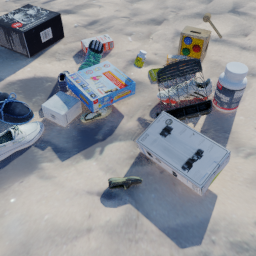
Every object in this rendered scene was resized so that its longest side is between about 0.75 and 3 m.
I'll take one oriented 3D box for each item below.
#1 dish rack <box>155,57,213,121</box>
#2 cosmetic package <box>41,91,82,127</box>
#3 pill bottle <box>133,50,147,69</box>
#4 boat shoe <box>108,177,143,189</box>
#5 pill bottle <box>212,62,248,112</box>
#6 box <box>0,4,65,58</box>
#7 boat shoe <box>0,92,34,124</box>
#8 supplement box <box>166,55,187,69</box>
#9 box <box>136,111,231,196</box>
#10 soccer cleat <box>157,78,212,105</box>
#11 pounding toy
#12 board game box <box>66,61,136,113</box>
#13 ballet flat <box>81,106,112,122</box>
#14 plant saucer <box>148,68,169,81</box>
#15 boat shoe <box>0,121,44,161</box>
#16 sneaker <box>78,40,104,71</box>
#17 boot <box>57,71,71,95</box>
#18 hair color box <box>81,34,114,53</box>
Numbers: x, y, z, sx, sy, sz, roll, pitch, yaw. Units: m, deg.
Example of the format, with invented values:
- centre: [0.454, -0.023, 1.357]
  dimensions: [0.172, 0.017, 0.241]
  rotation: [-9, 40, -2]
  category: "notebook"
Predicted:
- centre: [2.155, -1.629, 11.449]
  dimensions: [2.213, 0.787, 2.885]
  rotation: [-13, 66, 19]
  category: "dish rack"
- centre: [-2.736, -0.822, 11.692]
  dimensions: [1.147, 0.707, 1.151]
  rotation: [23, 48, 21]
  category: "cosmetic package"
- centre: [0.548, -3.018, 12.327]
  dimensions: [0.422, 0.751, 0.422]
  rotation: [16, 32, -11]
  category: "pill bottle"
- centre: [-0.087, 1.853, 9.270]
  dimensions: [1.159, 0.414, 0.381]
  rotation: [-1, 55, -1]
  category: "boat shoe"
- centre: [4.296, -1.722, 11.726]
  dimensions: [1.143, 1.911, 1.143]
  rotation: [0, 45, 0]
  category: "pill bottle"
- centre: [-5.610, -5.586, 15.857]
  dimensions: [2.634, 1.506, 2.892]
  rotation: [23, 49, 23]
  category: "box"
- centre: [-5.277, -0.954, 11.607]
  dimensions: [2.900, 0.996, 1.220]
  rotation: [15, 47, 15]
  category: "boat shoe"
- centre: [2.456, -3.356, 14.271]
  dimensions: [0.985, 0.621, 0.362]
  rotation: [5, 45, 6]
  category: "supplement box"
- centre: [1.847, 0.812, 9.649]
  dimensions: [2.803, 0.843, 1.635]
  rotation: [34, 73, 30]
  category: "box"
- centre: [2.497, -1.674, 12.272]
  dimensions: [2.498, 1.064, 0.857]
  rotation: [-5, 44, -6]
  category: "soccer cleat"
- centre: [3.726, -4.615, 14.356]
  dimensions: [1.988, 2.263, 1.035]
  rotation: [20, 49, 18]
  category: "pounding toy"
- centre: [-1.182, -1.867, 12.113]
  dimensions: [2.173, 0.620, 2.219]
  rotation: [-26, 51, -26]
  category: "board game box"
- centre: [-1.275, -0.600, 11.603]
  dimensions: [1.421, 0.494, 0.494]
  rotation: [-26, 50, -17]
  category: "ballet flat"
- centre: [1.552, -2.713, 13.914]
  dimensions: [0.920, 0.220, 0.919]
  rotation: [-9, 46, -8]
  category: "plant saucer"
- centre: [-4.187, 0.345, 10.449]
  dimensions: [0.887, 0.805, 2.412]
  rotation: [28, 52, 25]
  category: "boat shoe"
- centre: [-1.859, -2.942, 13.830]
  dimensions: [1.023, 1.204, 2.750]
  rotation: [21, 67, -11]
  category: "sneaker"
- centre: [-2.958, -2.363, 13.144]
  dimensions: [0.654, 0.812, 1.797]
  rotation: [-6, 45, -6]
  category: "boot"
- centre: [-1.703, -4.679, 15.666]
  dimensions: [1.630, 0.521, 0.904]
  rotation: [-20, 48, -17]
  category: "hair color box"
